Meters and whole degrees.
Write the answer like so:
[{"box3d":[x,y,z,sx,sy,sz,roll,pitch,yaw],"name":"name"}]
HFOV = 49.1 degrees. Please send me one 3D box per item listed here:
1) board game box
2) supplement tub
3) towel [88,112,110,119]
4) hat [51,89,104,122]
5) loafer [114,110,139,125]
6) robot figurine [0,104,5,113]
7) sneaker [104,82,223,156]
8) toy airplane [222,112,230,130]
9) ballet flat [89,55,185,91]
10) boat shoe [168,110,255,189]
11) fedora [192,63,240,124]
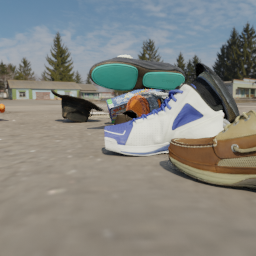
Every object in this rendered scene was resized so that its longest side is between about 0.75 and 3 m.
[{"box3d":[0.317,-1.037,11.619,2.361,0.407,1.598,-20,-19,-5],"name":"board game box"},{"box3d":[1.083,-0.710,10.609,2.175,1.333,1.333,-6,9,-39],"name":"supplement tub"},{"box3d":[-1.982,-0.702,15.353,1.966,0.339,1.303,-2,7,-23],"name":"towel"},{"box3d":[-2.411,-0.810,12.574,2.589,1.044,2.589,19,-2,1],"name":"hat"},{"box3d":[0.175,-0.183,8.356,0.745,0.728,2.040,2,6,18],"name":"loafer"},{"box3d":[-6.620,-0.918,12.870,1.573,1.276,2.187,36,-6,-16],"name":"robot figurine"},{"box3d":[0.757,-0.199,5.397,2.376,1.372,0.960,0,5,2],"name":"sneaker"},{"box3d":[2.372,-0.058,7.095,1.055,0.748,1.059,-1,5,-20],"name":"toy airplane"},{"box3d":[0.262,-1.663,8.419,2.947,1.076,1.076,1,5,-16],"name":"ballet flat"},{"box3d":[1.600,0.240,3.310,0.937,0.915,2.478,-6,8,-44],"name":"boat shoe"},{"box3d":[2.538,-0.800,9.455,1.312,2.874,2.874,-30,3,6],"name":"fedora"}]
